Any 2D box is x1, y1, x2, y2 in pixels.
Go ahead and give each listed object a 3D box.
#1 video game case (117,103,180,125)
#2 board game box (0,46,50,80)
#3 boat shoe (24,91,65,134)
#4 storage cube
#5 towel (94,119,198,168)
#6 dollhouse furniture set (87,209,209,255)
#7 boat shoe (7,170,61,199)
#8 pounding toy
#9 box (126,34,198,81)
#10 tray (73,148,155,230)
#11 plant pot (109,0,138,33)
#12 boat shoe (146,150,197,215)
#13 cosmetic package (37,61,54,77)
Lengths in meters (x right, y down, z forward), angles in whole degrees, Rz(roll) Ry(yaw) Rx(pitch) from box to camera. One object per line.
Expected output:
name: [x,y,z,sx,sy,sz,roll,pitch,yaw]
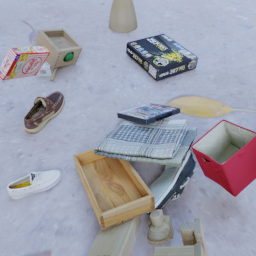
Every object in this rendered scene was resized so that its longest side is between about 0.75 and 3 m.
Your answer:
video game case: [0.740,-0.559,10.410,1.610,0.227,1.782,-19,21,-32]
board game box: [-3.648,-2.306,9.861,0.369,1.206,1.592,48,31,6]
boat shoe: [-3.263,-0.823,10.937,0.845,0.843,2.342,18,47,17]
storage cube: [2.778,0.789,7.664,1.472,1.323,1.258,-37,31,-11]
towel: [0.709,0.300,9.128,2.865,0.495,2.759,6,23,21]
dollhouse furniture set: [0.647,3.456,6.624,2.560,2.086,2.435,-10,15,18]
boat shoe: [-2.877,1.630,8.641,1.640,0.572,0.581,-18,47,-17]
pounding toy: [-3.336,-3.501,13.252,1.947,1.384,1.792,47,40,12]
box: [1.610,-3.570,13.825,2.349,0.716,2.915,-19,47,-22]
tray: [-0.542,1.519,8.238,1.479,0.555,2.998,-16,31,-16]
plant pot: [-0.287,-6.834,16.320,1.752,1.871,1.752,0,44,0]
boat shoe: [1.349,1.666,8.376,2.631,0.794,0.995,-47,18,-32]
cosmetic package: [-3.964,-3.039,13.425,0.740,0.532,1.312,-1,43,-1]
